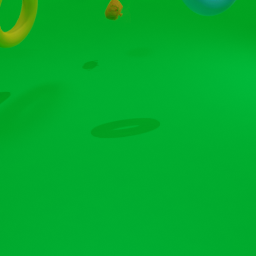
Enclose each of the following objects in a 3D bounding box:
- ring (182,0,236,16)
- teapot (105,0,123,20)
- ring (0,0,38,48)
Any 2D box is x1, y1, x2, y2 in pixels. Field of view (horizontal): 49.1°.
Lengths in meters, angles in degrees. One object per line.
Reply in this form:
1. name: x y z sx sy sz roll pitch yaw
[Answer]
1. ring: 1.728 -3.236 5.805 1.707 1.707 0.341 -14 21 -19
2. teapot: -0.464 -4.130 9.921 0.563 0.715 1.150 30 1 -8
3. ring: -2.947 -2.985 7.076 0.393 1.964 1.964 24 40 6
